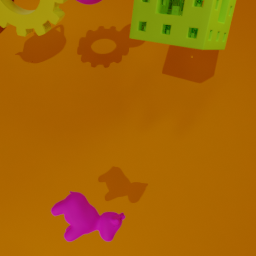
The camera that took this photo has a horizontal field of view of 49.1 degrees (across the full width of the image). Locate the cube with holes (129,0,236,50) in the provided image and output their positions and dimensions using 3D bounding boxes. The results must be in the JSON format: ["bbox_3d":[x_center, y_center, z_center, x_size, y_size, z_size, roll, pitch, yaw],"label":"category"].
[{"bbox_3d":[0.921,-1.949,4.425,1.214,1.214,1.214,19,113,27],"label":"cube with holes"}]

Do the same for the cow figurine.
[{"bbox_3d":[-0.662,1.534,4.921,1.064,0.593,1.081,-28,88,-9],"label":"cow figurine"}]

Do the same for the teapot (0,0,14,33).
[{"bbox_3d":[-3.328,-2.436,5.971,2.084,1.296,1.020,-41,101,-27],"label":"teapot"}]

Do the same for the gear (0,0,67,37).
[{"bbox_3d":[-1.749,-2.309,4.583,1.534,1.534,0.284,13,39,5],"label":"gear"}]

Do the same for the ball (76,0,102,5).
[{"bbox_3d":[-0.730,-2.721,5.114,0.859,0.859,0.859,0,70,0],"label":"ball"}]
